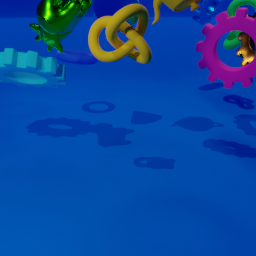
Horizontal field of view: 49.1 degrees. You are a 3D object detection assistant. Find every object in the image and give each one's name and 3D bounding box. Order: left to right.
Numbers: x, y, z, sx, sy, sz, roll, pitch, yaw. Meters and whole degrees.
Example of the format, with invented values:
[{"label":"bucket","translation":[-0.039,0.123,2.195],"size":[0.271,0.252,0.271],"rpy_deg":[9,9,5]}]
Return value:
[{"label":"gear","translation":[-2.679,-1.495,7.390],"size":[2.055,0.380,2.055],"rpy_deg":[3,-8,0]},{"label":"cow figurine","translation":[-1.508,-2.225,5.836],"size":[0.934,1.674,1.701],"rpy_deg":[39,26,-16]},{"label":"ring","translation":[-1.640,-2.304,9.068],"size":[1.348,0.270,1.348],"rpy_deg":[7,22,-3]},{"label":"cone","translation":[-0.426,-2.950,7.276],"size":[1.160,1.160,1.164],"rpy_deg":[-7,7,-16]},{"label":"knot shape","translation":[-0.047,-1.476,4.394],"size":[1.089,1.019,0.503],"rpy_deg":[16,52,-10]},{"label":"teapot","translation":[1.218,-2.978,6.077],"size":[1.931,0.945,1.201],"rpy_deg":[-24,3,28]},{"label":"gear","translation":[3.073,-4.696,10.412],"size":[1.671,1.671,0.309],"rpy_deg":[-24,58,-42]},{"label":"gear","translation":[2.080,-1.512,5.431],"size":[1.469,1.469,0.272],"rpy_deg":[12,31,26]},{"label":"knot shape","translation":[3.727,-3.220,9.200],"size":[0.832,1.801,1.685],"rpy_deg":[-9,-5,-11]},{"label":"gear","translation":[3.387,-2.246,6.683],"size":[0.342,1.850,1.850],"rpy_deg":[11,20,-20]}]
